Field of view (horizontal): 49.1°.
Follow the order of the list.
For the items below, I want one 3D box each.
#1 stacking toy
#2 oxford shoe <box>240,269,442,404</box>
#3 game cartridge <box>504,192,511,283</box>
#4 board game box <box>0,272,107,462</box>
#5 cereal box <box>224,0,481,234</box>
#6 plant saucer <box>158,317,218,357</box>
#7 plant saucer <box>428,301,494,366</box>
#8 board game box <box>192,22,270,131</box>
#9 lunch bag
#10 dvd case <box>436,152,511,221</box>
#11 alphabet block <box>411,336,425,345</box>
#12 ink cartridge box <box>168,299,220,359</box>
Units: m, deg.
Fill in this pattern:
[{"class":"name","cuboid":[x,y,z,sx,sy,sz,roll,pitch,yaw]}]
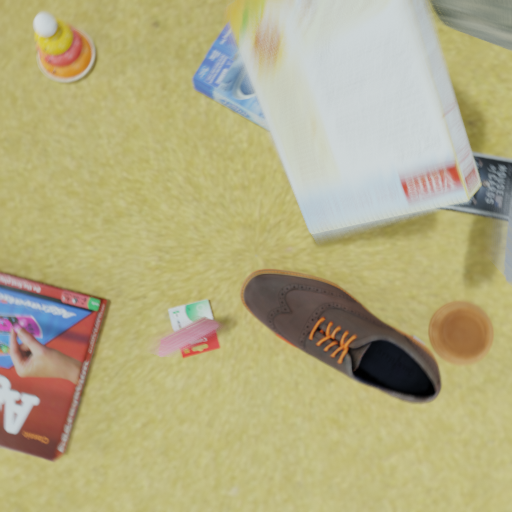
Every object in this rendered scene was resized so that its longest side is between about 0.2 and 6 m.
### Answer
[{"class":"stacking toy","cuboid":[-3.304,-3.562,9.180,0.988,1.352,0.988,0,83,1]},{"class":"oxford shoe","cuboid":[1.285,1.161,8.627,3.441,1.248,1.225,25,94,8]},{"class":"game cartridge","cuboid":[3.444,-0.370,6.793,0.271,0.883,1.326,17,73,-12]},{"class":"board game box","cuboid":[-5.288,1.340,9.099,5.142,0.500,2.647,14,85,1]},{"class":"cereal box","cuboid":[1.133,-1.976,6.891,0.632,2.301,3.198,-37,110,-46]},{"class":"plant saucer","cuboid":[-0.977,1.098,7.806,0.916,0.916,0.232,-27,87,-3]},{"class":"plant saucer","cuboid":[3.404,1.275,9.249,1.076,0.201,1.076,0,85,0]},{"class":"board game box","cuboid":[0.570,-3.353,9.565,2.425,0.529,2.437,30,85,2]},{"class":"lunch bag","cuboid":[2.633,-2.841,5.980,1.096,1.319,1.572,-45,52,0]},{"class":"dvd case","cuboid":[3.736,-1.221,9.526,1.394,0.172,1.048,10,84,2]},{"class":"alphabet block","cuboid":[2.585,1.476,9.204,0.241,0.243,0.247,38,85,5]},{"class":"ink cartridge box","cuboid":[-1.021,1.205,9.260,0.681,0.212,0.846,-15,83,-1]}]
